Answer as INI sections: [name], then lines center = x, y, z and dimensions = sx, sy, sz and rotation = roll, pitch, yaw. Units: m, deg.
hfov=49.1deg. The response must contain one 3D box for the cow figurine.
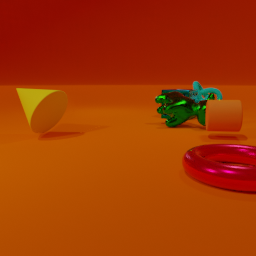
[cow figurine]
center = 1.863, -0.656, 8.660
dimensions = 1.712, 0.955, 1.740
rotation = -18, 34, -5

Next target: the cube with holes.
[cube with holes]
center = 1.990, -0.936, 10.791
dimensions = 1.083, 1.083, 1.083
rotation = 5, 11, 29

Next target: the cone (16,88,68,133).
[cone]
center = -2.419, -0.705, 7.132
dimensions = 1.238, 1.233, 1.233
rotation = 34, 21, 17

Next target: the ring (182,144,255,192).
[ring]
center = 1.664, 0.549, 4.269
dimensions = 1.657, 0.331, 1.657
rotation = 0, 10, 0

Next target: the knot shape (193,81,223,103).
[knot shape]
center = 3.137, -1.399, 11.777
dimensions = 1.461, 0.675, 1.367
rotation = -5, 53, -15

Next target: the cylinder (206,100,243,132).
[cylinder]
center = 2.343, -0.300, 6.896
dimensions = 0.775, 0.775, 0.775
rotation = 1, 10, 11
